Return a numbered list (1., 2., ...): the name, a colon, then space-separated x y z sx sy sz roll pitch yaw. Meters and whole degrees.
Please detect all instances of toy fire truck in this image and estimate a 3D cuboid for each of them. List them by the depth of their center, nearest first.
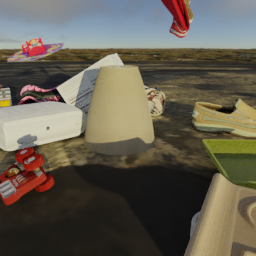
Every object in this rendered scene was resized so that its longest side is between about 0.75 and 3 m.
1. toy fire truck: -1.844 0.833 4.793 0.870 0.581 1.036 -32 30 -28

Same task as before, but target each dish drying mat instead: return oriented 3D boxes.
1. dish drying mat: 0.472 -2.209 4.228 0.184 0.775 2.019 -27 42 11

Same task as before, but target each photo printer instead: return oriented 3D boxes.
1. photo printer: -2.448 -0.163 7.539 2.381 0.827 1.981 -14 21 -41

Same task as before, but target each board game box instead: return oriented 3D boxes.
1. board game box: -3.219 -2.767 9.550 1.987 0.387 1.570 4 36 28

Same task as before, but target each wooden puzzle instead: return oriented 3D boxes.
1. wooden puzzle: 1.889 1.447 2.477 2.645 0.612 2.450 15 21 21

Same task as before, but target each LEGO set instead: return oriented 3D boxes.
1. LEGO set: -4.481 -0.700 8.223 1.956 1.474 2.544 -10 19 -31

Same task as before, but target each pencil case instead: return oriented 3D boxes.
1. pencil case: 0.441 -1.234 10.706 0.961 1.105 2.470 -43 28 -8

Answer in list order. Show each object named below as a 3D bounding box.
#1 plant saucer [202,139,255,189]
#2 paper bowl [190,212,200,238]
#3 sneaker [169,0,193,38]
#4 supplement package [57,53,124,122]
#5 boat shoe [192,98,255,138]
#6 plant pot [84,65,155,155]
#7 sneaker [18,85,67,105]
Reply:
1. plant saucer: 2.513 0.747 5.077 2.004 0.480 2.001 0 16 2
2. paper bowl: 1.119 1.314 3.302 0.754 0.392 0.754 0 16 0
3. sneaker: 1.345 -2.932 7.278 0.476 0.752 1.338 5 56 -5
4. supplement package: -0.960 -1.450 9.588 1.951 1.389 2.505 -29 12 10
5. boat shoe: 3.069 -0.341 7.742 2.544 0.969 0.912 3 27 15
6. plant pot: -0.209 -0.541 6.908 1.804 1.926 1.804 0 17 0
7. sneaker: -3.094 -1.061 10.845 2.452 0.969 1.170 -2 32 5
